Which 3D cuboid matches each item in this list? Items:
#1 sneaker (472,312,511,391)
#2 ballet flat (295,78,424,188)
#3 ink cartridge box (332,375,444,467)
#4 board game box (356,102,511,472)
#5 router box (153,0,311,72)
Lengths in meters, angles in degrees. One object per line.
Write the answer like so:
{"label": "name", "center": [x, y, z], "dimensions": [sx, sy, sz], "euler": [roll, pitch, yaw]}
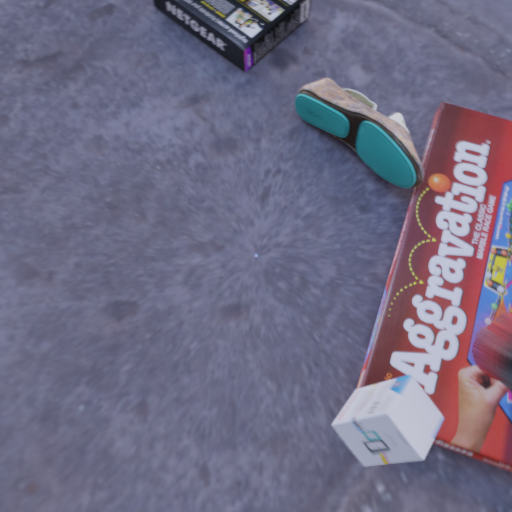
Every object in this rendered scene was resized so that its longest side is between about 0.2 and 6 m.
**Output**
{"label": "sneaker", "center": [3.115, 0.587, 5.181], "dimensions": [2.180, 1.065, 0.771], "euler": [-44, 113, 13]}
{"label": "ballet flat", "center": [1.784, -2.087, 8.905], "dimensions": [0.878, 0.889, 2.612], "euler": [-36, 66, -26]}
{"label": "ink cartridge box", "center": [1.225, 1.559, 5.263], "dimensions": [0.547, 0.749, 0.550], "euler": [52, 49, -4]}
{"label": "board game box", "center": [3.387, 0.213, 8.163], "dimensions": [2.689, 0.508, 5.223], "euler": [18, 68, 9]}
{"label": "router box", "center": [-0.476, -4.658, 10.192], "dimensions": [2.379, 0.608, 1.775], "euler": [40, 72, 16]}
